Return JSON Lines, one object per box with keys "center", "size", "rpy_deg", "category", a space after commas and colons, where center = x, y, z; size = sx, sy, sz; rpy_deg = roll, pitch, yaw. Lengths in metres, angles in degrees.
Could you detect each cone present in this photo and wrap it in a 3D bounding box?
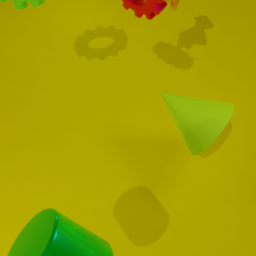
{"center": [1.277, -0.364, 6.130], "size": [1.402, 1.397, 1.397], "rpy_deg": [36, 68, 0], "category": "cone"}

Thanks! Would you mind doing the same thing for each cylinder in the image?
{"center": [-0.926, 1.825, 3.826], "size": [1.071, 1.071, 1.071], "rpy_deg": [42, 64, -25], "category": "cylinder"}

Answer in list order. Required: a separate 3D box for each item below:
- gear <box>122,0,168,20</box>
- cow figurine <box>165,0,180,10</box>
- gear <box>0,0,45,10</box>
{"center": [0.171, -3.013, 5.873], "size": [1.517, 1.517, 0.281], "rpy_deg": [37, 76, 17], "category": "gear"}
{"center": [1.319, -3.958, 7.077], "size": [0.802, 1.460, 1.437], "rpy_deg": [13, 66, -24], "category": "cow figurine"}
{"center": [-2.383, -3.547, 6.041], "size": [1.779, 1.779, 0.329], "rpy_deg": [8, 32, 4], "category": "gear"}
